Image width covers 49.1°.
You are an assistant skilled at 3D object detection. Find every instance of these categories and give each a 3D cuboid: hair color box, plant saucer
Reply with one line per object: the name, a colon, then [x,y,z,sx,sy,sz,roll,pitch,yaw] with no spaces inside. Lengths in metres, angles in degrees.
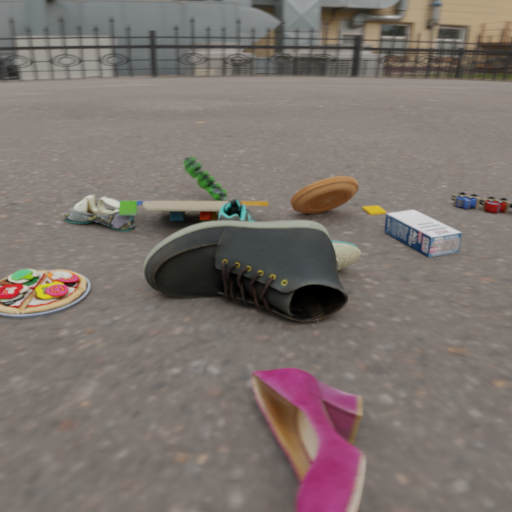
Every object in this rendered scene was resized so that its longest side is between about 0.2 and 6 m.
hair color box: [3.350,-0.475,11.390,0.754,0.456,1.507,-9,24,-20]
plant saucer: [1.552,-1.317,12.622,1.561,0.252,1.561,-13,-17,-4]

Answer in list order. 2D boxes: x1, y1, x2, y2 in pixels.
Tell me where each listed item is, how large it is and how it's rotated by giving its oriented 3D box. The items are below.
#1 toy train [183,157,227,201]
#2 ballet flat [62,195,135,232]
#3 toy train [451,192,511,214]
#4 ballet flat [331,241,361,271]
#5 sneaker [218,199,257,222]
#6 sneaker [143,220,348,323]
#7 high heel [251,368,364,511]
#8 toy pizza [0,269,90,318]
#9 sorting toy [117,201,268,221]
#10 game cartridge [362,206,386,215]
toy train: [-1.278,-1.856,13.990,0.349,0.472,1.674,-33,63,-19]
ballet flat: [-3.505,-1.010,12.427,1.904,0.685,0.685,10,25,23]
toy train: [5.645,-1.184,13.293,2.000,0.341,0.458,12,38,25]
ballet flat: [0.807,0.123,9.985,2.073,0.699,0.646,2,52,13]
sneaker: [-0.365,-0.716,11.293,0.835,0.981,2.151,2,22,3]
sneaker: [-0.210,0.306,8.657,3.117,1.166,1.656,-10,36,-3]
high heel: [0.333,1.799,5.255,1.264,0.888,2.636,14,20,8]
toy pizza: [-3.613,0.528,9.245,1.679,0.266,1.679,0,23,0]
sorting toy: [-1.413,-0.974,12.238,3.346,0.456,1.884,0,6,2]
game cartridge: [2.812,-1.079,13.344,0.425,0.078,0.483,-5,26,-13]
